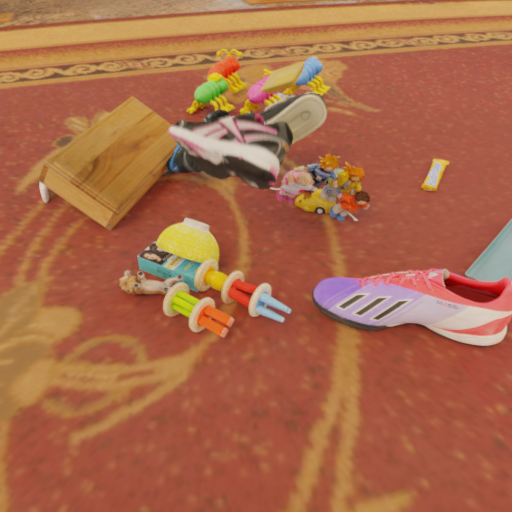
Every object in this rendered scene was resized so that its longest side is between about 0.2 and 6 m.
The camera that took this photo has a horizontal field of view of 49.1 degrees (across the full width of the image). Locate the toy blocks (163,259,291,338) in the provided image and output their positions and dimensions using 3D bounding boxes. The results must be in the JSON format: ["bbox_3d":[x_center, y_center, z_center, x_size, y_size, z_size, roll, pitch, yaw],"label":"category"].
[{"bbox_3d":[-0.420,0.793,8.811,1.637,0.595,1.365,23,43,27],"label":"toy blocks"}]

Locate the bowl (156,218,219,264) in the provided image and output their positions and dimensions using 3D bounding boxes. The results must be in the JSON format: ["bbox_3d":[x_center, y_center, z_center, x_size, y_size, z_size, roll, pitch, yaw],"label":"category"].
[{"bbox_3d":[-1.117,-0.305,9.779,1.124,0.605,1.124,19,5,-2],"label":"bowl"}]

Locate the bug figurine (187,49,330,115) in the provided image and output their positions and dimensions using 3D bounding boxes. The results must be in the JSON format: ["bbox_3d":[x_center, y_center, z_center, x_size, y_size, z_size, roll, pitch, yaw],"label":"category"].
[{"bbox_3d":[-0.105,-4.751,15.217,3.858,0.993,2.992,11,42,27],"label":"bug figurine"}]

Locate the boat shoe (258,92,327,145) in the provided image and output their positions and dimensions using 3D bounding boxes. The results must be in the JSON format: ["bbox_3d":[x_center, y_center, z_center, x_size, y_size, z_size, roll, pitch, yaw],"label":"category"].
[{"bbox_3d":[0.277,-2.623,11.744,2.583,0.928,0.873,-24,30,19],"label":"boat shoe"}]

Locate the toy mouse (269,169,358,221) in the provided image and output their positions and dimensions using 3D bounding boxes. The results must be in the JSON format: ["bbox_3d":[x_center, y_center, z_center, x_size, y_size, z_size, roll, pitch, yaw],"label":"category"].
[{"bbox_3d":[1.340,-1.598,12.030,2.130,0.412,1.893,12,40,15],"label":"toy mouse"}]

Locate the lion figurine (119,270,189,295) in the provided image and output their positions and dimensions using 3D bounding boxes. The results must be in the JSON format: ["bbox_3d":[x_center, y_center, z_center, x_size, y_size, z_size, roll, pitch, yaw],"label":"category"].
[{"bbox_3d":[-1.707,0.500,9.327,1.150,0.704,0.417,13,71,-8],"label":"lion figurine"}]

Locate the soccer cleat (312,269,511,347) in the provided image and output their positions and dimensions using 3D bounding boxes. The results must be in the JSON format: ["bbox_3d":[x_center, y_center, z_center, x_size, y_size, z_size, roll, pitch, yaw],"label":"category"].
[{"bbox_3d":[2.373,0.588,8.656,2.999,1.098,1.023,9,39,11],"label":"soccer cleat"}]

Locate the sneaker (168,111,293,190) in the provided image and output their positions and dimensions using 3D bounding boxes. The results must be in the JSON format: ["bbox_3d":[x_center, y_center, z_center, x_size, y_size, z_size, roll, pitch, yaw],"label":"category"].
[{"bbox_3d":[-0.325,-1.751,8.593,2.320,0.932,1.001,26,73,37],"label":"sneaker"}]

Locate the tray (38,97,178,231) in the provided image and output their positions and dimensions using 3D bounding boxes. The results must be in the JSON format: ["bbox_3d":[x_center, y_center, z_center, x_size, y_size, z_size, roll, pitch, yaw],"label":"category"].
[{"bbox_3d":[-2.851,-2.102,11.905,1.660,0.623,3.365,35,42,-6],"label":"tray"}]

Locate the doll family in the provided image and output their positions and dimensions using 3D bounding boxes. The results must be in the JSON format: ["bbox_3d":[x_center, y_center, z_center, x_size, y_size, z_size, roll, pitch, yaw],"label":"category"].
[{"bbox_3d":[1.332,-1.414,10.538,1.898,1.178,0.855,14,67,-21],"label":"doll family"}]

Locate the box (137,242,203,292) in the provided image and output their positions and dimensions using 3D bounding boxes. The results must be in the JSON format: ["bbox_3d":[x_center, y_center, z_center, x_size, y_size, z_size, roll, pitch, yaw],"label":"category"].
[{"bbox_3d":[-1.411,0.177,9.830,1.276,0.314,0.525,19,42,23],"label":"box"}]

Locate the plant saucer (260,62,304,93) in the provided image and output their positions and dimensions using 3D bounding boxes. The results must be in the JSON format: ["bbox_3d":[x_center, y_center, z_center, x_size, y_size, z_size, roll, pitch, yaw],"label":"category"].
[{"bbox_3d":[0.481,-3.029,9.619,0.662,0.160,0.662,-5,41,35],"label":"plant saucer"}]

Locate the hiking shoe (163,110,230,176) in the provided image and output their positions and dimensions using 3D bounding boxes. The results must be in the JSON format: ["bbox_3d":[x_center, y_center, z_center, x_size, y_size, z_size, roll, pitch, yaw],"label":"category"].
[{"bbox_3d":[-1.247,-2.561,12.378,0.934,0.802,2.155,-7,33,35],"label":"hiking shoe"}]

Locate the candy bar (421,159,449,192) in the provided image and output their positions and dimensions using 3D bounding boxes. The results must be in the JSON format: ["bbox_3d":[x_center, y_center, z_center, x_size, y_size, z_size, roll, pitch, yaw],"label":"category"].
[{"bbox_3d":[3.995,-1.806,12.515,0.359,0.160,1.441,16,40,20],"label":"candy bar"}]

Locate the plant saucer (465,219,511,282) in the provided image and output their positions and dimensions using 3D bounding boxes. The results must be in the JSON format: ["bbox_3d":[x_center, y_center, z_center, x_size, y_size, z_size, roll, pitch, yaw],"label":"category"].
[{"bbox_3d":[4.595,0.009,10.146,0.788,0.214,2.253,27,45,31],"label":"plant saucer"}]

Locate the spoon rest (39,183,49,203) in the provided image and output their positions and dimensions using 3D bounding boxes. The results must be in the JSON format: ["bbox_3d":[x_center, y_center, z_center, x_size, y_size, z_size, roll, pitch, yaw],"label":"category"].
[{"bbox_3d":[-3.386,-1.832,12.055,2.530,0.767,1.257,-18,40,-20],"label":"spoon rest"}]

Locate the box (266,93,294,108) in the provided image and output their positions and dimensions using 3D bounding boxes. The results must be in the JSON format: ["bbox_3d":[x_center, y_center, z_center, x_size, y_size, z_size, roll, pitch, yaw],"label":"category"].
[{"bbox_3d":[0.714,-4.129,15.310,0.737,0.387,0.678,12,40,15],"label":"box"}]
